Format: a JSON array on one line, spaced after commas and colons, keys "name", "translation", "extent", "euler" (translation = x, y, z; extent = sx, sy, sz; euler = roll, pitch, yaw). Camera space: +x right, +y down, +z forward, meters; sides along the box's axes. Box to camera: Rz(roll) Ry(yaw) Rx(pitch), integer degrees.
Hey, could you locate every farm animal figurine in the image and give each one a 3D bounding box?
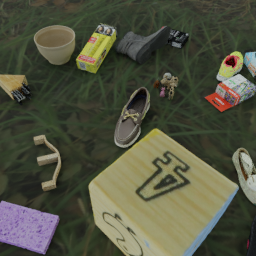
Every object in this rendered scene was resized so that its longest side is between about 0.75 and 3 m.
[{"name": "farm animal figurine", "translation": [1.723, -1.873, 11.936], "extent": [1.194, 0.630, 1.208], "euler": [-34, 58, -25]}]

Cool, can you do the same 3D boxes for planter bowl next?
[{"name": "planter bowl", "translation": [-3.314, -3.767, 13.126], "extent": [1.822, 1.226, 1.822], "euler": [0, 51, 0]}]

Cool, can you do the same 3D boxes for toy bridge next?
[{"name": "toy bridge", "translation": [-2.738, 1.078, 9.701], "extent": [0.752, 0.305, 2.238], "euler": [-13, 51, -14]}]

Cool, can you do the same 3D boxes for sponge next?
[{"name": "sponge", "translation": [-3.095, 2.884, 8.210], "extent": [1.908, 0.285, 1.064], "euler": [12, 51, 9]}]

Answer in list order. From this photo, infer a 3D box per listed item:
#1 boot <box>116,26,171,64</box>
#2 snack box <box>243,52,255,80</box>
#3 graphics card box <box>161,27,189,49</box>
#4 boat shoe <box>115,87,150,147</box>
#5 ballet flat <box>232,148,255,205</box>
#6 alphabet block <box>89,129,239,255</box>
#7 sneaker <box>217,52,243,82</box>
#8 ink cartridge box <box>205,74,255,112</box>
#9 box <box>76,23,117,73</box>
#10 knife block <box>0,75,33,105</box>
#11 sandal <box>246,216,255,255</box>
[{"name": "boot", "translation": [0.737, -4.375, 13.677], "extent": [1.733, 0.919, 2.633], "euler": [35, 66, 26]}, {"name": "snack box", "translation": [6.511, -2.378, 12.422], "extent": [1.654, 0.528, 2.847], "euler": [-6, 51, -5]}, {"name": "graphics card box", "translation": [2.284, -4.669, 14.421], "extent": [1.500, 0.382, 0.941], "euler": [21, 54, 18]}, {"name": "boat shoe", "translation": [0.182, -0.467, 10.657], "extent": [0.961, 0.796, 2.675], "euler": [18, 52, 14]}, {"name": "ballet flat", "translation": [3.935, 1.534, 9.113], "extent": [0.677, 0.625, 2.006], "euler": [-8, 51, -7]}, {"name": "alphabet block", "translation": [0.830, 2.090, 7.415], "extent": [2.621, 2.560, 2.574], "euler": [36, 56, 27]}, {"name": "sneaker", "translation": [4.733, -2.953, 12.626], "extent": [0.828, 0.957, 2.120], "euler": [23, 52, 20]}, {"name": "ink cartridge box", "translation": [4.302, -1.486, 11.700], "extent": [1.924, 0.485, 1.048], "euler": [-26, 55, -21]}, {"name": "box", "translation": [-1.440, -3.801, 13.258], "extent": [0.959, 0.639, 2.549], "euler": [20, 64, 13]}, {"name": "knife block", "translation": [-4.830, -1.570, 11.741], "extent": [1.659, 0.531, 1.456], "euler": [2, 49, 1]}, {"name": "sandal", "translation": [3.743, 3.304, 7.788], "extent": [0.946, 0.567, 2.518], "euler": [23, 68, 25]}]
